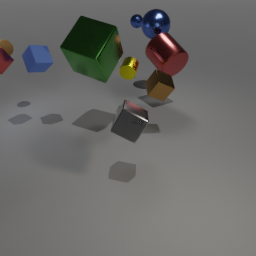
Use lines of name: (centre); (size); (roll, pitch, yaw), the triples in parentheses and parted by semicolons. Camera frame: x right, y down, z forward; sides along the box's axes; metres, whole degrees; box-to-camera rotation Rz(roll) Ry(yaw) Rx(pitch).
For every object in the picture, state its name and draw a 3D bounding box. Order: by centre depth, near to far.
cube: (0.048, -0.171, 7.015); (0.700, 0.700, 0.700); (27, 22, -9)
cube: (-1.161, -2.628, 9.454); (1.400, 1.400, 1.400); (23, 73, 17)
cube: (1.106, -1.484, 9.773); (0.700, 0.700, 0.700); (17, 45, -25)
cube: (-4.616, -2.432, 9.809); (0.700, 0.700, 0.700); (27, 75, 31)
cube: (-3.183, -2.425, 9.847); (0.700, 0.700, 0.700); (-15, -10, -47)
ball: (-5.008, -3.215, 11.326); (0.700, 0.700, 0.700); (0, 29, 0)
cylinder: (0.048, -2.442, 11.437); (0.700, 0.700, 0.700); (6, 43, 11)
cylinder: (1.694, -3.194, 12.289); (1.400, 1.400, 1.400); (-18, 59, -29)
ball: (1.331, -4.944, 13.408); (1.400, 1.400, 1.400); (0, 29, 0)
ball: (0.463, -5.626, 14.767); (0.700, 0.700, 0.700); (0, 29, 0)
